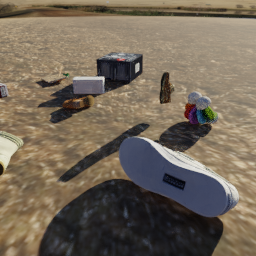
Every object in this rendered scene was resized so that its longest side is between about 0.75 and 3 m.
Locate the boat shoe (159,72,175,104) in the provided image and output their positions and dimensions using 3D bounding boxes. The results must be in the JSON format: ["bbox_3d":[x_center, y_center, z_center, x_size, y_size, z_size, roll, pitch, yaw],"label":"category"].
[{"bbox_3d":[1.266,-1.273,9.005,0.432,1.169,0.442,1,46,0],"label":"boat shoe"}]

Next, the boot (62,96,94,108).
[{"bbox_3d":[-1.752,-0.923,9.963,0.801,0.381,1.035,0,11,28],"label":"boot"}]

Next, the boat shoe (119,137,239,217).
[{"bbox_3d":[0.967,0.922,5.810,2.730,0.968,0.953,20,6,41],"label":"boat shoe"}]

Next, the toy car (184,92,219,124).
[{"bbox_3d":[2.180,-0.507,8.698,0.835,0.974,1.113,-40,34,-1],"label":"toy car"}]

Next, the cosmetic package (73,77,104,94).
[{"bbox_3d":[-1.574,-1.722,11.284,1.214,0.617,0.450,1,26,0],"label":"cosmetic package"}]

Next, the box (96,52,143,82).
[{"bbox_3d":[-0.352,-2.935,13.320,1.681,0.961,1.846,8,27,18],"label":"box"}]

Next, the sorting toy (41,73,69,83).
[{"bbox_3d":[-3.185,-2.309,12.921,1.358,0.200,1.003,-24,30,-33],"label":"sorting toy"}]

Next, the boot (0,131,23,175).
[{"bbox_3d":[-3.547,0.547,6.700,1.699,0.612,1.314,6,27,0],"label":"boot"}]

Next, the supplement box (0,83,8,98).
[{"bbox_3d":[-5.463,-1.298,10.571,0.838,0.469,1.539,18,31,31],"label":"supplement box"}]
